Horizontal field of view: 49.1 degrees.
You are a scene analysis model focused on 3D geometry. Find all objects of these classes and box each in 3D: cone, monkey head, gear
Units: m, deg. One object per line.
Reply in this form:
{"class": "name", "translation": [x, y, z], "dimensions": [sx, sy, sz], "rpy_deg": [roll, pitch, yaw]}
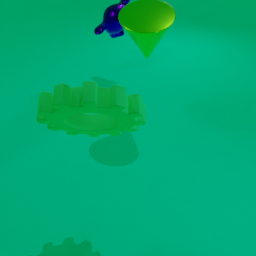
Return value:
{"class": "cone", "translation": [0.482, -2.262, 7.092], "dimensions": [1.338, 1.344, 1.338], "rpy_deg": [-2, 55, 3]}
{"class": "monkey head", "translation": [-0.503, -3.773, 9.517], "dimensions": [1.728, 1.041, 1.243], "rpy_deg": [-48, 65, 4]}
{"class": "gear", "translation": [-0.520, -0.207, 4.098], "dimensions": [1.534, 1.534, 0.284], "rpy_deg": [0, 73, 0]}
